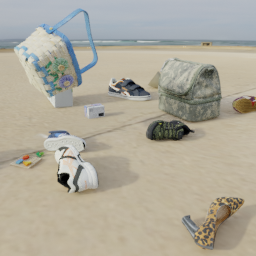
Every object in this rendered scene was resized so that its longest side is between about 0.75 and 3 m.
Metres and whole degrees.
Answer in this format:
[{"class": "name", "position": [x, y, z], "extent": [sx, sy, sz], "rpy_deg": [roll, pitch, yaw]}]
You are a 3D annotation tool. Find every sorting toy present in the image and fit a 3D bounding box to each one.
[{"class": "sorting toy", "position": [-3.011, 0.929, 8.564], "extent": [0.722, 0.144, 0.977], "rpy_deg": [6, 21, 17]}]

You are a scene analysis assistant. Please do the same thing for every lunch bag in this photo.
[{"class": "lunch bag", "position": [2.744, -1.874, 12.881], "extent": [2.049, 2.467, 2.941], "rpy_deg": [-10, 22, -25]}]

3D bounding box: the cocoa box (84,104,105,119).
[{"class": "cocoa box", "position": [-1.516, -0.769, 12.697], "extent": [0.793, 0.529, 0.520], "rpy_deg": [-10, 22, -27]}]

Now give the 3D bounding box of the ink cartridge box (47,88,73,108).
[{"class": "ink cartridge box", "position": [-3.676, -2.171, 14.861], "extent": [0.963, 1.700, 2.319], "rpy_deg": [-6, 21, -24]}]

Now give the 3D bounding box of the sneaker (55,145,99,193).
[{"class": "sneaker", "position": [-1.589, 1.033, 7.412], "extent": [0.821, 0.756, 2.051], "rpy_deg": [-15, 24, -31]}]

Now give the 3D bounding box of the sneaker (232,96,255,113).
[{"class": "sneaker", "position": [5.625, -1.182, 13.632], "extent": [2.060, 0.772, 0.928], "rpy_deg": [-2, 17, -30]}]

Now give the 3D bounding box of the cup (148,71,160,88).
[{"class": "cup", "position": [1.952, -3.074, 18.522], "extent": [0.802, 1.122, 1.122], "rpy_deg": [36, 21, -4]}]

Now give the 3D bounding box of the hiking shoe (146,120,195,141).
[{"class": "hiking shoe", "position": [1.517, 0.091, 10.059], "extent": [1.852, 0.701, 0.932], "rpy_deg": [-13, 20, -33]}]

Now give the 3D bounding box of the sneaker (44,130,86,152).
[{"class": "sneaker", "position": [-2.012, 0.348, 9.499], "extent": [1.470, 0.592, 1.076], "rpy_deg": [-2, 23, 11]}]

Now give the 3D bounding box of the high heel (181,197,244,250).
[{"class": "high heel", "position": [1.846, 1.838, 5.414], "extent": [1.404, 0.501, 1.001], "rpy_deg": [-20, 17, -7]}]

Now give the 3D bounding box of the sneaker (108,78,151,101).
[{"class": "sneaker", "position": [0.034, -2.256, 16.041], "extent": [2.787, 1.107, 1.093], "rpy_deg": [13, 22, 28]}]

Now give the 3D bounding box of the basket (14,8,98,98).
[{"class": "basket", "position": [-2.205, -2.444, 9.556], "extent": [1.846, 2.340, 2.654], "rpy_deg": [32, 65, 27]}]
